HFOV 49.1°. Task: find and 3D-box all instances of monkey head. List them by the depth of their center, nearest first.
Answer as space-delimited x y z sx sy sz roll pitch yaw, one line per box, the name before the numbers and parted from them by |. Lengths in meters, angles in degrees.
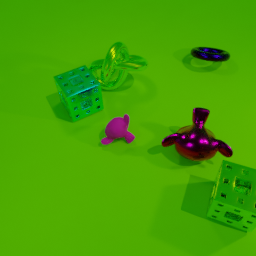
monkey head | 1.965 0.216 7.909 1.944 1.399 1.172 9 28 7
monkey head | -0.228 0.112 8.380 0.872 0.730 1.212 46 109 9

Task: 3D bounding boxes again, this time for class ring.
ring | 3.090 -2.783 10.534 1.472 0.294 1.472 4 27 -2

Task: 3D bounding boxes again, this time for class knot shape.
knot shape | -0.248 -2.046 9.273 1.917 2.048 0.946 -19 82 -24

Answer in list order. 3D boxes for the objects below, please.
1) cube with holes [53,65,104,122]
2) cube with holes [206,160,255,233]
cube with holes | -1.573 -1.124 9.065 1.113 1.113 1.113 -25 54 -18
cube with holes | 2.687 1.679 6.907 1.117 1.117 1.117 16 56 16
